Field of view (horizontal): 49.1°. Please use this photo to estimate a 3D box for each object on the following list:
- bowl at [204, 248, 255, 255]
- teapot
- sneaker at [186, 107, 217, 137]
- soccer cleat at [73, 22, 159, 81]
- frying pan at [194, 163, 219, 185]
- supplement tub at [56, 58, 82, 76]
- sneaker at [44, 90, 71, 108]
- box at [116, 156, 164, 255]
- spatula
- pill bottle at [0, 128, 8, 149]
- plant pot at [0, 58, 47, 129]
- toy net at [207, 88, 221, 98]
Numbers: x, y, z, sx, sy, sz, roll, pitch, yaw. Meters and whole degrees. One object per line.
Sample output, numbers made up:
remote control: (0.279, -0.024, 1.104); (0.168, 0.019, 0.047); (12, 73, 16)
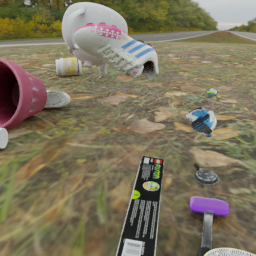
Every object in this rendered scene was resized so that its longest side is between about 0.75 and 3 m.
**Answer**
bowl: (1.591, 2.288, 3.766); (1.321, 0.620, 1.321); (10, 10, -2)
teapot: (-1.448, -3.498, 11.334); (2.895, 2.114, 2.857); (15, -7, -29)
sneaker: (1.472, -0.033, 5.287); (0.467, 0.540, 1.247); (-31, 10, 13)
soccer cleat: (-0.154, -1.909, 7.319); (2.587, 1.117, 0.904); (5, -27, -38)
frying pan: (2.064, 1.173, 7.418); (0.621, 0.167, 1.026); (5, 25, 10)
supplement tub: (-4.213, -4.350, 19.849); (1.685, 1.225, 1.225); (-6, 22, -16)
sneaker: (-3.937, -1.307, 12.881); (2.561, 0.978, 1.031); (5, 7, 7)
box: (0.222, 1.655, 4.429); (0.447, 1.417, 2.574); (7, 23, 7)
spatula: (1.447, 1.994, 5.105); (0.809, 0.294, 2.862); (3, 22, 17)
pill bottle: (-4.571, 0.300, 8.737); (1.418, 0.777, 0.777); (1, 22, 4)
plant pot: (-4.448, -1.286, 10.791); (2.567, 2.567, 2.298); (6, 8, 16)
toy net: (4.611, -1.905, 14.989); (0.750, 0.276, 1.429); (6, 22, 14)
